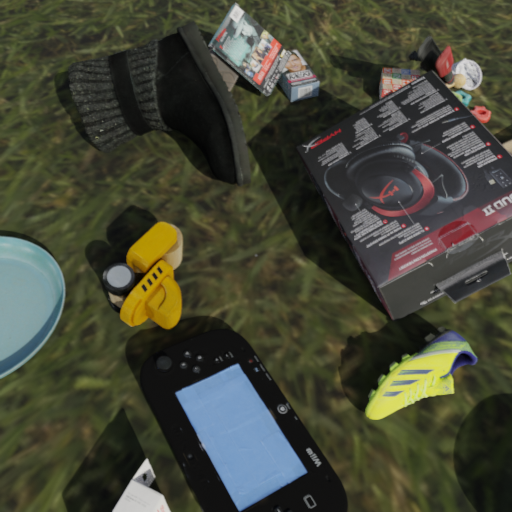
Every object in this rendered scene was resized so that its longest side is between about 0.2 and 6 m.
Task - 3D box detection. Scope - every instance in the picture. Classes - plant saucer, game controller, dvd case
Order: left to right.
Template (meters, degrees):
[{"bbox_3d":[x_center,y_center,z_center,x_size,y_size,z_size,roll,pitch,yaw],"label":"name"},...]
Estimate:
[{"bbox_3d":[-4.042,0.816,8.032,2.621,0.359,2.621,0,51,-1],"label":"plant saucer"},{"bbox_3d":[-0.220,2.172,6.768,1.542,0.622,2.955,-25,56,-19],"label":"game controller"},{"bbox_3d":[-0.092,-4.068,11.084,1.522,0.167,1.111,35,69,-26],"label":"dvd case"}]

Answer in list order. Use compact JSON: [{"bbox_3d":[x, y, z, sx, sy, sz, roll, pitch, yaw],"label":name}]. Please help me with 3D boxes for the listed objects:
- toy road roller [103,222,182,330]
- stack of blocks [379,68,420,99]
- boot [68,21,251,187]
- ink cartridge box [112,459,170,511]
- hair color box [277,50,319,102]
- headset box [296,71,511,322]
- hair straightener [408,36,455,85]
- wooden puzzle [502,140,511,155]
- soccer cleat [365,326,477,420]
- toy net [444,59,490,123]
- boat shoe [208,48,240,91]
[{"bbox_3d":[-1.399,0.376,8.065,1.094,0.921,1.498,34,63,10],"label":"toy road roller"},{"bbox_3d":[2.891,-3.218,11.253,0.759,0.386,1.318,6,52,5],"label":"stack of blocks"},{"bbox_3d":[-1.692,-2.347,9.923,2.565,1.291,3.430,-23,70,-4],"label":"boot"},{"bbox_3d":[-1.320,2.944,6.064,0.421,0.732,1.249,21,55,16],"label":"ink cartridge box"},{"bbox_3d":[0.789,-3.774,11.710,0.616,0.377,1.244,-16,52,-12],"label":"hair color box"},{"bbox_3d":[2.405,-0.823,8.277,2.460,1.242,3.310,-29,53,7],"label":"headset box"},{"bbox_3d":[3.398,-3.757,10.714,0.864,0.460,2.246,39,22,18],"label":"hair straightener"},{"bbox_3d":[5.416,-1.595,9.890,2.776,0.325,1.873,-18,55,-2],"label":"wooden puzzle"},{"bbox_3d":[2.152,1.601,7.242,1.746,0.565,0.731,-33,61,-22],"label":"soccer cleat"},{"bbox_3d":[4.212,-3.376,11.331,1.280,0.471,2.439,20,53,15],"label":"toy net"},{"bbox_3d":[-0.878,-3.689,11.387,2.465,0.918,0.904,-46,22,-16],"label":"boat shoe"}]
